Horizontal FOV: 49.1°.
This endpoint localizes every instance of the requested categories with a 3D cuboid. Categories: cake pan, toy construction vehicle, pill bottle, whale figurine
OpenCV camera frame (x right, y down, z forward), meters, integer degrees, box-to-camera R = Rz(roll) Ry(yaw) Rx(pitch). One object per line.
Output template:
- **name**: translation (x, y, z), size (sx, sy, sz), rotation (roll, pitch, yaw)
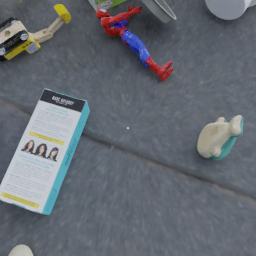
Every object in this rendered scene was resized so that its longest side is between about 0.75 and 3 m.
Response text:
- **cake pan**: translation (0.675, -3.413, 7.494), size (0.287, 1.566, 1.566), rotation (-40, 72, 26)
- **toy construction vehicle**: translation (-3.341, -3.142, 7.904), size (2.820, 0.993, 2.455), rotation (-36, 72, -5)
- **pill bottle**: translation (3.420, -4.504, 7.949), size (1.596, 1.596, 2.873), rotation (33, 74, 11)
- **whale figurine**: translation (2.220, 0.246, 6.467), size (0.710, 1.368, 1.089), rotation (27, 55, -13)

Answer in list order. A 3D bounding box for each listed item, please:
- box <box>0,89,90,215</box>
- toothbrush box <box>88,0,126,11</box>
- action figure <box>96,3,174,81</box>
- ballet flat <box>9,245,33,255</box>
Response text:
- **box**: translation (-1.929, 0.524, 6.679), size (1.139, 0.680, 2.768), rotation (17, 72, 6)
- **toothbrush box**: translation (0.008, -4.907, 7.818), size (2.904, 2.114, 1.250), rotation (-31, 74, -10)
- **action figure**: translation (0.318, -2.654, 7.635), size (2.729, 0.890, 1.351), rotation (41, 93, 12)
- **ballet flat**: translation (-2.326, 3.494, 5.652), size (0.724, 0.724, 2.085), rotation (-1, 71, 0)
